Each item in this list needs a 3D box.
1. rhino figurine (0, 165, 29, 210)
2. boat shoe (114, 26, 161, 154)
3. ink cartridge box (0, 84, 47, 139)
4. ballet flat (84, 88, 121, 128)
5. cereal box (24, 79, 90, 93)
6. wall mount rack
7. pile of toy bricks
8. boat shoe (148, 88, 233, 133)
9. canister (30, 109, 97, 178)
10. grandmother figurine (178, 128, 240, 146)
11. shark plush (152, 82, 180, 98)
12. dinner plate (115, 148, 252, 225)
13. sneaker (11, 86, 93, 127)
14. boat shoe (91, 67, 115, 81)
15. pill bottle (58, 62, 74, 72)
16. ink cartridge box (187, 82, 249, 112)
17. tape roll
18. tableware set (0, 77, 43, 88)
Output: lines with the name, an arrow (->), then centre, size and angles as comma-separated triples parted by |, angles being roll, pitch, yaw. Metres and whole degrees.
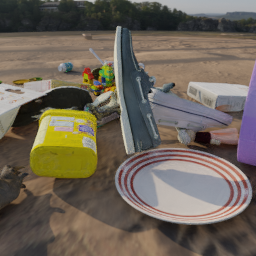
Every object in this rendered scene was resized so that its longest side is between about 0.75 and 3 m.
rhino figurine -> -2.430, 1.169, 5.035 | 0.808, 0.553, 1.849 | 20, 26, 10
boat shoe -> 0.192, -0.845, 6.232 | 0.863, 2.795, 1.018 | -7, 1, -4
ink cartridge box -> -4.085, -0.363, 8.022 | 2.319, 0.717, 2.859 | 15, 34, 31
ballet flat -> -0.371, -0.799, 9.160 | 0.988, 0.988, 2.748 | 17, 28, 35
cereal box -> -2.663, -1.473, 10.367 | 1.566, 0.430, 2.177 | 0, 4, -45
wall mount rack -> -0.517, -2.894, 12.762 | 2.207, 0.947, 2.540 | 8, -7, 24
pile of toy bricks -> -0.839, -2.057, 11.652 | 1.428, 1.271, 2.574 | -16, 28, -32
boat shoe -> 1.633, -0.293, 7.846 | 2.864, 0.956, 1.053 | 14, 11, -23
canister -> -1.448, 0.312, 6.594 | 1.458, 0.850, 1.963 | 4, 24, -10
grandmother figurine -> 2.112, 0.232, 7.334 | 1.626, 0.492, 0.986 | 1, -1, -2
shark plush -> 0.922, -1.129, 10.295 | 2.131, 0.968, 0.888 | 11, 56, 12
dinner plate -> 1.044, 1.085, 5.562 | 2.600, 0.315, 2.600 | 1, 24, 0
sneaker -> -2.579, -0.862, 9.067 | 2.908, 1.168, 1.255 | -5, 22, -13
boat shoe -> -1.180, -2.742, 14.100 | 0.648, 0.705, 1.973 | 11, 22, 44
pill bottle -> -3.549, -3.452, 15.917 | 0.481, 0.481, 0.868 | 15, 28, 31
ink cartridge box -> 3.936, -1.201, 10.738 | 2.663, 0.668, 2.160 | 3, 21, -17
tape roll -> 3.140, -0.457, 6.118 | 0.875, 2.667, 2.667 | 14, 27, 27
tableware set -> -5.427, -2.202, 13.127 | 2.551, 0.391, 1.718 | 2, 23, 5
